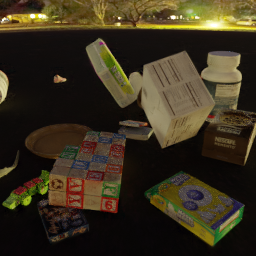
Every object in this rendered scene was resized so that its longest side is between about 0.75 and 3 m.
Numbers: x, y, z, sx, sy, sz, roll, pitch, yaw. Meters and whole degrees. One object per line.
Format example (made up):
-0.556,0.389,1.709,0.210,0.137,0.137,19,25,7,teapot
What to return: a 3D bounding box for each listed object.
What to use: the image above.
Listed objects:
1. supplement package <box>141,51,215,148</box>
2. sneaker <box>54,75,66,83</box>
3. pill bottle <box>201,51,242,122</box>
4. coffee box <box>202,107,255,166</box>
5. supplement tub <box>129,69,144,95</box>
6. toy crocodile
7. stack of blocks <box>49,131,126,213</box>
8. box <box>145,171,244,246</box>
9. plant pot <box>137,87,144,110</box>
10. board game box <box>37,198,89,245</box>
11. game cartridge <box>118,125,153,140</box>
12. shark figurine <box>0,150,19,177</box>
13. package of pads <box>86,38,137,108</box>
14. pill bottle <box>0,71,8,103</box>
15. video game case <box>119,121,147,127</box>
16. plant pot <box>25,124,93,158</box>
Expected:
1.316,-0.730,8.240,1.270,2.291,1.784,-20,69,-8,supplement package
-4.057,-2.966,16.701,0.760,0.398,0.286,-18,28,-35,sneaker
3.655,-1.662,11.206,1.550,2.592,1.550,0,25,0,pill bottle
3.421,0.174,9.216,1.315,0.928,2.326,13,28,26,coffee box
1.179,-2.476,14.584,2.069,1.267,1.267,-18,30,-36,supplement tub
-2.449,1.518,6.909,0.458,0.419,1.356,16,29,30,toy crocodile
-0.915,0.953,7.358,1.563,0.795,2.715,7,22,0,stack of blocks
1.446,1.681,6.496,1.192,0.491,2.031,-20,30,-37,box
1.469,-1.187,11.702,1.676,1.676,1.462,-22,50,-39,plant pot
-1.473,1.948,6.215,0.834,0.213,1.231,-12,28,-26,board game box
0.273,0.150,10.147,1.141,0.233,0.759,9,23,19,game cartridge
-3.719,1.107,7.574,1.578,0.659,0.943,-12,29,-21,shark figurine
-0.685,-2.245,11.550,0.897,2.031,2.629,-32,41,6,package of pads
-6.410,-1.861,13.117,1.375,1.375,2.415,-8,26,-16,pill bottle
0.216,-0.166,10.556,0.773,0.094,1.081,9,8,18,video game case
-2.231,0.439,9.398,2.274,0.313,2.274,-1,25,0,plant pot
